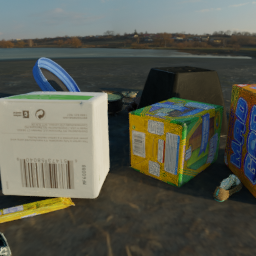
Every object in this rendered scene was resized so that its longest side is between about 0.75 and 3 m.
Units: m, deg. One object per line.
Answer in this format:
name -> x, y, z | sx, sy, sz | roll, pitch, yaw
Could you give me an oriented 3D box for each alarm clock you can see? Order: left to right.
alarm clock -> -1.154, -1.300, 13.460 | 1.692, 0.835, 2.509 | -12, 29, -30

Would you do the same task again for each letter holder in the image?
letter holder -> 0.800, -1.070, 12.638 | 1.578, 0.794, 1.122 | -10, 40, -28

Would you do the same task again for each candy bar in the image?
candy bar -> -1.976, 1.688, 5.812 | 1.679, 0.186, 0.419 | -8, 16, -22

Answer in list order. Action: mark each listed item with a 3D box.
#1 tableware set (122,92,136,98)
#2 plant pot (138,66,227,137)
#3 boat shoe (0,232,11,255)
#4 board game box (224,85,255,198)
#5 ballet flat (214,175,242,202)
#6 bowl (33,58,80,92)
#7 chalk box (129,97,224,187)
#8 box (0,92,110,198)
tableware set -> -0.033, -1.911, 16.598 | 1.165, 0.233, 0.770 | 3, 30, 29
plant pot -> 2.002, -1.067, 10.665 | 2.673, 2.377, 2.679 | -7, 19, -22
boat shoe -> -2.087, 2.051, 4.501 | 0.381, 0.323, 1.047 | -10, 21, -27
board game box -> 3.963, 0.241, 6.788 | 2.293, 2.295, 2.294 | -1, 18, -3
ballet flat -> 2.370, 1.329, 6.546 | 1.122, 0.406, 0.381 | -15, 24, -39
bowl -> -3.522, -2.205, 14.045 | 0.570, 2.903, 2.903 | -38, 10, 17
chalk box -> 1.544, 0.179, 7.933 | 1.705, 1.714, 2.754 | 16, 26, 40
box -> -1.631, 0.281, 6.705 | 2.173, 2.184, 1.871 | 1, 11, 5
